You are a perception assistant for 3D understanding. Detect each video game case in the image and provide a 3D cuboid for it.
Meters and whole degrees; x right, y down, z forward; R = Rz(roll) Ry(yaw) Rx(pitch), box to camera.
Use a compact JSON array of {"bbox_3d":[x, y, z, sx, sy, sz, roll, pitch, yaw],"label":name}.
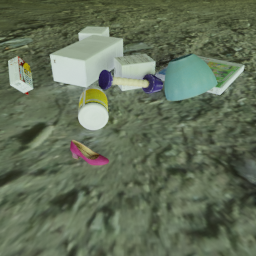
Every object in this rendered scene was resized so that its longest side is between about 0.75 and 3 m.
[{"bbox_3d":[2.845,-2.203,10.908,2.542,0.308,2.792,20,38,29],"label":"video game case"}]

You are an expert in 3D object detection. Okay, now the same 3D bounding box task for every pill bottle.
[{"bbox_3d":[-0.985,-0.643,8.009,0.810,0.810,1.440,-3,34,-4],"label":"pill bottle"}]

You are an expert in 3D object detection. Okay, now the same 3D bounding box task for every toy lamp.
[{"bbox_3d":[0.188,-1.482,9.021,2.338,0.681,0.681,-1,26,-40],"label":"toy lamp"}]

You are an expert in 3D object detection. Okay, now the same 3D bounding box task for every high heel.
[{"bbox_3d":[-0.895,0.570,6.438,0.965,0.464,0.325,9,34,14],"label":"high heel"}]

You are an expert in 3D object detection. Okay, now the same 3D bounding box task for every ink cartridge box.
[{"bbox_3d":[-3.336,-1.640,8.892,0.393,0.823,0.938,-21,66,14],"label":"ink cartridge box"}]

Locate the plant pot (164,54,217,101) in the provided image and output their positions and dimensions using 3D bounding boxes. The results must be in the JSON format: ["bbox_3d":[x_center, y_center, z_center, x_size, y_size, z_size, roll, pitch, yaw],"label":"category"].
[{"bbox_3d":[1.838,-1.677,8.794,1.645,1.108,1.645,-19,16,6],"label":"plant pot"}]

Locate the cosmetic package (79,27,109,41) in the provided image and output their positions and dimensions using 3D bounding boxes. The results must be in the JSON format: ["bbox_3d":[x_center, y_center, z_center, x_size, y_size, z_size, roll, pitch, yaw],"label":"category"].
[{"bbox_3d":[-1.540,-4.007,12.998,1.087,1.086,1.318,6,32,9],"label":"cosmetic package"}]

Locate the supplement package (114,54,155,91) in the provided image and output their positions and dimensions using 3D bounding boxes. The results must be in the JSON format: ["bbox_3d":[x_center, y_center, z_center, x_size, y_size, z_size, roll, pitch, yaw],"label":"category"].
[{"bbox_3d":[0.218,-2.016,10.029,1.235,0.937,0.930,-11,34,-17],"label":"supplement package"}]

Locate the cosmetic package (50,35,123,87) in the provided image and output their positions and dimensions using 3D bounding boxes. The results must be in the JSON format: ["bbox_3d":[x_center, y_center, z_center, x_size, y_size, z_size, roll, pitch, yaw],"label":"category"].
[{"bbox_3d":[-1.485,-2.733,11.030,1.508,1.059,2.974,15,36,22],"label":"cosmetic package"}]
